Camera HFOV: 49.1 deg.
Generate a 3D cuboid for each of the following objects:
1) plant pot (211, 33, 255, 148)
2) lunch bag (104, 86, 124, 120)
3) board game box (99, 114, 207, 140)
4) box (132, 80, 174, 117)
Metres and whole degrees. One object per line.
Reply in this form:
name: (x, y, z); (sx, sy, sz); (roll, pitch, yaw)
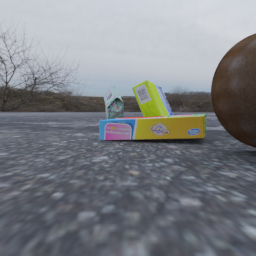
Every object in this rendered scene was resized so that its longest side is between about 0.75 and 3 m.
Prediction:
plant pot: (1.904, -0.446, 3.101); (1.707, 1.707, 1.826); (1, 6, 10)
lunch bag: (-0.563, -0.955, 11.376); (0.765, 1.254, 1.068); (-3, 35, -9)
board game box: (0.580, -0.031, 5.679); (1.925, 0.388, 1.473); (-2, 3, 17)
box: (0.795, -0.602, 7.879); (0.494, 1.263, 2.071); (-23, -3, 16)
